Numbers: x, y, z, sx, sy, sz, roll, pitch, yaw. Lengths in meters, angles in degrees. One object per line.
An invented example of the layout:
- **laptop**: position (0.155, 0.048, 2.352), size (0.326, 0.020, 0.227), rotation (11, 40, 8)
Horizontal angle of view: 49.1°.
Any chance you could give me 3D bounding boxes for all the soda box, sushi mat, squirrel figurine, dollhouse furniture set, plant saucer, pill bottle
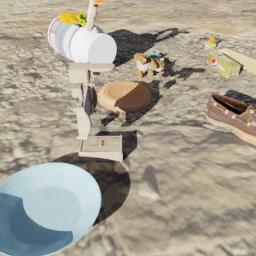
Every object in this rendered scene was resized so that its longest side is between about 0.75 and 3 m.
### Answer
- **soda box**: position (3.854, -2.586, 11.384), size (0.489, 0.517, 1.526), rotation (-12, 38, -16)
- **sushi mat**: position (4.894, -2.913, 12.126), size (1.247, 0.158, 2.608), rotation (-22, 42, -27)
- **squirrel figurine**: position (0.864, -2.594, 11.174), size (1.139, 0.864, 1.221), rotation (-8, 40, -21)
- **dollhouse furniture set**: position (-0.695, -0.524, 6.920), size (1.107, 2.501, 1.296), rotation (-1, 36, -1)
- **plant saucer**: position (3.660, 0.088, 8.062), size (1.074, 0.173, 1.074), rotation (0, 37, 0)
- **plant saucer**: position (-0.121, -1.172, 9.665), size (1.851, 0.299, 1.851), rotation (0, 36, 0)
- **plant saucer**: position (-1.695, 1.651, 5.715), size (2.320, 0.447, 2.320), rotation (1, 36, 0)
- **pill bottle**: position (-1.919, -3.556, 11.679), size (1.726, 1.726, 2.979), rotation (-27, 44, -31)

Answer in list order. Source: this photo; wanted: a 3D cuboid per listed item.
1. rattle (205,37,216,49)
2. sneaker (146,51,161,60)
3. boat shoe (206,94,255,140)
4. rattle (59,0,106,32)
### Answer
- **rattle**: position (4.047, -4.267, 13.634), size (0.552, 0.606, 0.849), rotation (0, 38, 33)
- **sneaker**: position (1.030, -3.236, 12.378), size (0.845, 0.385, 0.328), rotation (2, 36, 4)
- **boat shoe**: position (3.296, -0.303, 7.802), size (2.367, 0.833, 0.833), rotation (21, 40, 29)
- **rattle**: position (-1.548, -4.114, 9.481), size (1.316, 1.199, 1.842), rotation (27, -3, -12)
